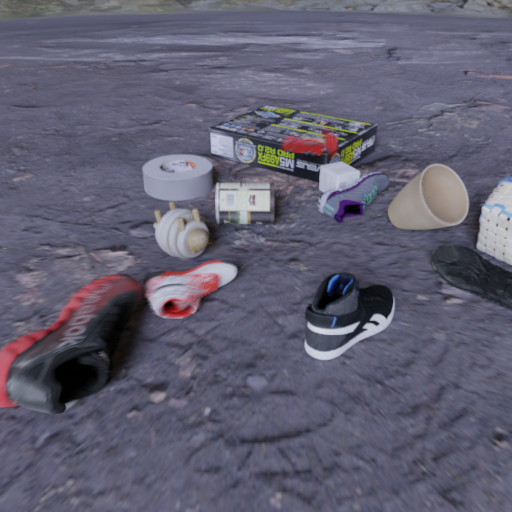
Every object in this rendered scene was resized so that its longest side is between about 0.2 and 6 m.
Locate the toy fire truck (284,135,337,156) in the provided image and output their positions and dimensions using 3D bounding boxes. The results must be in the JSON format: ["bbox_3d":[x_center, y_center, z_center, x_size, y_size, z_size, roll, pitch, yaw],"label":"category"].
[{"bbox_3d":[1.225,-2.534,12.605,1.136,0.277,0.801,9,30,5],"label":"toy fire truck"}]

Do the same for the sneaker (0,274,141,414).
[{"bbox_3d":[-2.391,1.234,8.009,1.359,0.983,2.782,14,35,24],"label":"sneaker"}]

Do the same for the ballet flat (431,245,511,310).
[{"bbox_3d":[4.062,0.452,9.921,0.643,0.752,2.263,31,4,-46],"label":"ballet flat"}]

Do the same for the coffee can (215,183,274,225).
[{"bbox_3d":[-0.229,-1.133,12.145,1.243,0.909,0.909,1,30,1],"label":"coffee can"}]

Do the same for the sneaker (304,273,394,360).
[{"bbox_3d":[1.587,0.678,8.765,0.767,1.175,2.100,24,38,35],"label":"sneaker"}]

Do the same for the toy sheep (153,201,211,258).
[{"bbox_3d":[-1.485,-0.470,10.917,1.058,1.058,1.535,-25,34,-36],"label":"toy sheep"}]

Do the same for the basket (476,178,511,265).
[{"bbox_3d":[5.243,-0.793,10.955,1.866,1.646,1.298,-40,48,-24],"label":"basket"}]

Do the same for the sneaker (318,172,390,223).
[{"bbox_3d":[2.392,-1.248,12.733,1.960,0.730,0.858,-25,48,-19],"label":"sneaker"}]

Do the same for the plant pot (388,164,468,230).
[{"bbox_3d":[3.411,-1.056,11.583,1.269,1.269,1.355,-19,-4,-30],"label":"plant pot"}]

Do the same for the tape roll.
[{"bbox_3d":[-1.936,-1.974,13.950,1.722,0.569,1.722,-1,30,0],"label":"tape roll"}]

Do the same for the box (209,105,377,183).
[{"bbox_3d":[1.057,-3.312,15.977,3.836,0.849,3.073,19,35,29],"label":"box"}]

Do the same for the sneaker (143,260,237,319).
[{"bbox_3d":[-1.009,0.605,9.561,1.683,0.562,0.902,-8,38,-21],"label":"sneaker"}]

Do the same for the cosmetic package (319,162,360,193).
[{"bbox_3d":[2.013,-1.830,13.614,0.650,0.654,0.782,-14,33,-23],"label":"cosmetic package"}]
